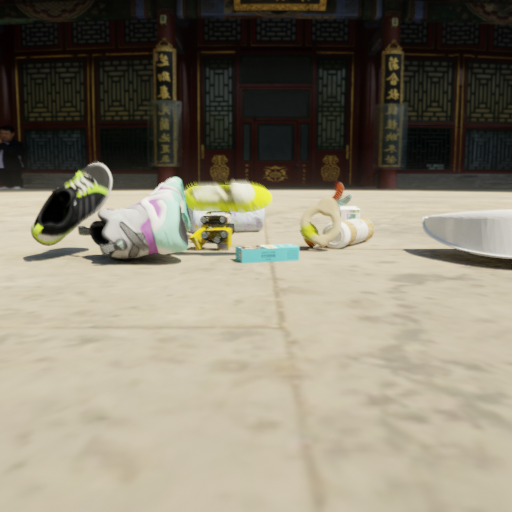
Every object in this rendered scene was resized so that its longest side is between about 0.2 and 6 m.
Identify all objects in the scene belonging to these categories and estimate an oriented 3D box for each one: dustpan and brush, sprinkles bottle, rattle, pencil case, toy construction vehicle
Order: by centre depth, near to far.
[{"bbox_3d":[4.536,-0.198,9.047,2.705,1.109,3.876,0,2,-1],"label":"dustpan and brush"},{"bbox_3d":[1.431,-0.767,11.167,0.819,1.258,0.898,24,-5,27],"label":"rattle"},{"bbox_3d":[-1.176,-0.436,11.724,1.755,0.618,1.528,-1,20,15],"label":"toy construction vehicle"},{"bbox_3d":[1.982,-0.500,11.867,0.549,0.549,1.609,5,10,32],"label":"sprinkles bottle"},{"bbox_3d":[-0.773,-1.044,14.346,2.000,0.907,0.831,-4,15,-18],"label":"pencil case"}]

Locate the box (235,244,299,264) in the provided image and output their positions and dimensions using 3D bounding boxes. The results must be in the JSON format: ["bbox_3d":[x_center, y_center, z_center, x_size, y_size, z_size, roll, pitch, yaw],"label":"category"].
[{"bbox_3d":[0.192,-0.042,9.786,1.047,0.257,0.431,-3,9,-17],"label":"box"}]

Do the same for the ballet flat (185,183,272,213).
[{"bbox_3d":[-0.522,-1.067,9.994,1.574,0.526,0.527,-1,-29,9],"label":"ballet flat"}]

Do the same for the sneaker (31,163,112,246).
[{"bbox_3d":[-3.231,-0.992,10.020,0.722,2.013,0.834,33,-30,-4],"label":"sneaker"}]

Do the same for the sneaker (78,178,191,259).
[{"bbox_3d":[-2.264,-0.661,10.327,1.974,1.097,2.822,-12,15,-1],"label":"sneaker"}]

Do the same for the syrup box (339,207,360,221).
[{"bbox_3d":[2.643,-1.093,15.875,0.567,0.549,1.393,1,8,7],"label":"syrup box"}]
